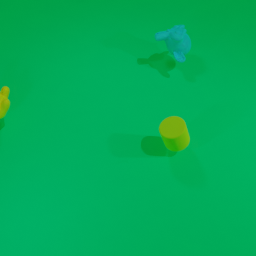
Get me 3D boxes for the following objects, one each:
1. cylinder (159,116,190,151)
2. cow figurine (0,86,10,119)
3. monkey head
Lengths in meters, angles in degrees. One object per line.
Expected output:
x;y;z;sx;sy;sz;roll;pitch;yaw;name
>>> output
1.249;0.162;7.498;0.704;0.704;0.704;-11;53;15;cylinder
-3.913;-0.622;8.158;0.753;1.350;1.372;10;36;-36;cow figurine
1.577;-2.979;9.813;1.216;1.018;1.690;-8;42;7;monkey head
